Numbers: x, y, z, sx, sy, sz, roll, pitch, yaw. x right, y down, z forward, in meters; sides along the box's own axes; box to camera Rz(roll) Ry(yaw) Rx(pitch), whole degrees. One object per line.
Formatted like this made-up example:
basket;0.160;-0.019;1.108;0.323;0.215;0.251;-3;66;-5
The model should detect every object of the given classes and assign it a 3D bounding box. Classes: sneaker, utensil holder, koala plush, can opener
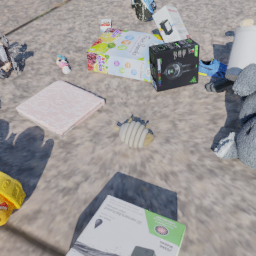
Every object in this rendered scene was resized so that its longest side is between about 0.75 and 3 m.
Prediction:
sneaker;0.919;-6.069;13.751;1.138;0.992;2.531;-5;44;-10
utensil holder;3.756;-2.186;8.618;1.253;1.474;1.253;13;4;-1
sneaker;3.206;-2.135;9.943;1.475;0.578;0.486;8;43;7
koala plush;3.431;0.049;7.029;2.074;2.149;2.339;19;68;22
can opener;3.423;-1.693;9.455;1.830;0.608;0.482;-26;15;-18

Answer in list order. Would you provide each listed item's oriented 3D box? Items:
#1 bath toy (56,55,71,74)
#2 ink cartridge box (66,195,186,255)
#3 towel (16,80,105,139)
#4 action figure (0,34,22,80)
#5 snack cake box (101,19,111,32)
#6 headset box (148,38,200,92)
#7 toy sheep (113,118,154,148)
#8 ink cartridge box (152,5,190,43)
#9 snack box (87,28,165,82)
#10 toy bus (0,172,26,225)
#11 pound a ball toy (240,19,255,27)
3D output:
bath toy;-2.389;-2.345;10.317;0.408;0.347;0.938;-17;47;-16
ink cartridge box;-0.145;2.397;4.643;1.617;0.934;2.223;17;34;17
towel;-2.049;-0.665;8.586;2.001;0.322;1.911;26;51;26
action figure;-4.996;-2.350;9.754;2.726;0.946;1.774;-22;72;-9
snack cake box;-1.006;-4.703;12.818;0.462;0.270;0.803;1;44;-2
headset box;1.509;-1.998;8.903;1.535;1.336;0.712;-12;36;-8
toy sheep;0.152;0.151;7.454;1.129;0.778;0.778;15;46;11
ink cartridge box;1.619;-3.563;10.108;0.601;1.451;1.057;-25;1;36
snack box;0.082;-2.774;10.378;2.574;0.871;2.170;13;44;11
toy bus;-3.673;1.798;5.145;2.697;1.830;2.589;8;57;4
pound a ball toy;4.452;-2.857;10.102;0.898;1.379;2.114;-10;46;-11
